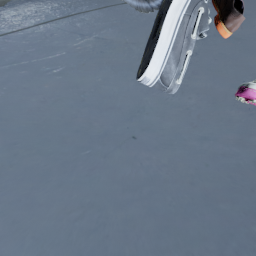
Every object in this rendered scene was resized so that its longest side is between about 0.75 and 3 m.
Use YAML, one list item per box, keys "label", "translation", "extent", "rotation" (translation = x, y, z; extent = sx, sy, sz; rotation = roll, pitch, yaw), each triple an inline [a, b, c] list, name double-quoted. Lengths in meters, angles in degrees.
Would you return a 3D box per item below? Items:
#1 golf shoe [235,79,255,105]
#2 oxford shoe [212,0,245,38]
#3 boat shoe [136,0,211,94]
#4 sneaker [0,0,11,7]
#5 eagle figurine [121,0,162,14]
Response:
- label: "golf shoe"
  translation: [2.124, -0.640, 4.333]
  extent: [0.562, 0.683, 1.493]
  rotation: [26, 17, 39]
- label: "oxford shoe"
  translation: [2.580, -3.034, 7.025]
  extent: [0.676, 0.688, 1.898]
  rotation: [30, 48, -28]
- label: "boat shoe"
  translation: [0.929, -1.719, 4.524]
  extent: [0.806, 2.379, 0.853]
  rotation: [21, 0, -16]
- label: "sneaker"
  translation: [-2.302, -2.518, 5.173]
  extent: [1.067, 0.484, 0.405]
  rotation: [-20, 75, -13]
- label: "eagle figurine"
  translation: [0.120, -3.902, 6.968]
  extent: [1.921, 1.457, 1.449]
  rotation: [12, 44, -30]
